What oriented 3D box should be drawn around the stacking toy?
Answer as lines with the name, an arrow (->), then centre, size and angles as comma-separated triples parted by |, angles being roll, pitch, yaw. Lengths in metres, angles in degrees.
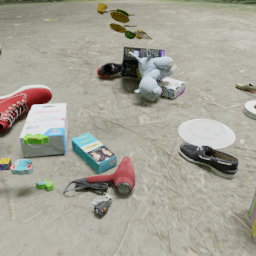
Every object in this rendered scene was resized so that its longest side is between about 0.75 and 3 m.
stacking toy -> -3.208, 1.046, 7.405 | 2.353, 1.774, 0.553 | -2, 32, -5

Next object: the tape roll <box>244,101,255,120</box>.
tape roll -> 5.696, -0.731, 11.819 | 1.518, 0.277, 1.518 | 0, 30, 0

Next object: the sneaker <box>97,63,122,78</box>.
sneaker -> -0.692, -3.217, 15.340 | 1.960, 0.693, 0.958 | -11, 3, -16

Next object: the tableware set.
tableware set -> -0.160, -3.433, 9.112 | 1.349, 0.307, 2.003 | 17, -2, 44

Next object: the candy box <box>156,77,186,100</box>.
candy box -> 1.751, -2.034, 13.733 | 1.772, 0.540, 1.208 | 21, 37, 31

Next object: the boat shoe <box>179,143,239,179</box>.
boat shoe -> 2.506, 0.860, 8.833 | 0.747, 0.610, 2.021 | -25, 39, -35

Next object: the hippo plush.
hippo plush -> 1.198, -2.230, 12.571 | 1.746, 2.192, 1.762 | -7, 67, 19

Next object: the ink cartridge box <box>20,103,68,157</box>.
ink cartridge box -> -2.899, -0.007, 10.075 | 1.386, 0.817, 2.407 | -4, 31, -6

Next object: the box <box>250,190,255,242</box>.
box -> 4.133, 1.649, 6.128 | 2.302, 2.025, 1.113 | 7, 32, 12

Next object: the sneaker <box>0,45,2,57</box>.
sneaker -> -4.634, -1.844, 7.898 | 2.228, 0.840, 0.851 | -31, 2, -3

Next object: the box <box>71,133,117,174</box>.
box -> -1.137, 0.783, 9.149 | 0.707, 0.422, 1.718 | -22, 37, -32

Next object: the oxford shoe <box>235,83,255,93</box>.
oxford shoe -> 5.908, -2.097, 13.978 | 1.099, 0.406, 0.389 | 27, 40, 37

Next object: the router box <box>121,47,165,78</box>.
router box -> 0.676, -3.201, 14.091 | 1.950, 0.648, 2.480 | 4, -9, -4

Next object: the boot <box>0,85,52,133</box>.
boot -> -4.311, -0.688, 11.070 | 2.947, 1.067, 2.126 | -20, 36, -15

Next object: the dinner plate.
dinner plate -> 2.932, 0.115, 10.472 | 2.097, 0.254, 2.097 | 0, 32, 0

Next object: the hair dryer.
hair dryer -> -0.590, 1.394, 7.969 | 1.677, 0.598, 2.201 | 24, 38, 36
